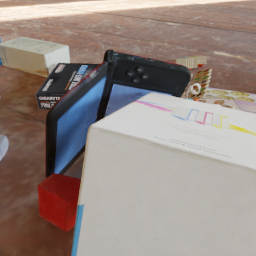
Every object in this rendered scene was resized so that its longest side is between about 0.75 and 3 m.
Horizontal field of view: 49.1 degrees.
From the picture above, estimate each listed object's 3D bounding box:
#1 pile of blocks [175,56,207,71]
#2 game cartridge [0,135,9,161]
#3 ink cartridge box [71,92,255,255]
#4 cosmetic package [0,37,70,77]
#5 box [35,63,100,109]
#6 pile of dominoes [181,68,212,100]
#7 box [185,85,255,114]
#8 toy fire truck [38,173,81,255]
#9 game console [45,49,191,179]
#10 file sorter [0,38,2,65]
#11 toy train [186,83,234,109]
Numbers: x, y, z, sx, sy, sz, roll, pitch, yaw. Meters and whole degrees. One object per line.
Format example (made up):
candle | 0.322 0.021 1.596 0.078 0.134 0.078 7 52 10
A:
pile of blocks | 2.211 -2.326 10.196 1.581 0.491 0.649 -16 23 -35
game cartridge | -3.417 0.720 5.606 1.312 0.403 1.971 8 34 17
ink cartridge box | 0.732 0.676 3.788 1.776 1.823 2.837 15 18 13
cosmetic package | -3.425 -2.640 10.264 2.385 0.848 1.254 19 38 26
box | -1.283 -1.328 8.549 2.339 0.585 2.356 3 33 3
pile of dominoes | 1.445 -1.201 7.858 1.676 0.342 2.151 -16 24 31
box | 2.941 -0.621 7.464 2.802 0.542 0.581 12 36 17
toy fire truck | -0.363 1.820 3.536 2.929 0.714 2.066 19 31 19
game console | -0.236 0.081 4.886 2.117 2.457 1.458 9 54 -11
file sorter | -5.690 -2.736 10.075 1.402 1.239 2.020 13 35 18
toy train | 1.792 -0.387 6.636 1.371 1.030 0.381 38 4 -12
